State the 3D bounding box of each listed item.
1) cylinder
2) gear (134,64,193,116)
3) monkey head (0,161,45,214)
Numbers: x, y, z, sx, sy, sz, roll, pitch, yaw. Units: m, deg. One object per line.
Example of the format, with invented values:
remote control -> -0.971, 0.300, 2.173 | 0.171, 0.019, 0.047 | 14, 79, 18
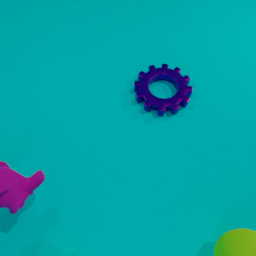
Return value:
cylinder -> 2.370, 2.865, 5.514 | 1.238, 1.238, 1.238 | 4, 105, 13
gear -> 1.055, -1.179, 8.472 | 1.714, 0.317, 1.714 | 0, 62, 0
monkey head -> -2.517, 1.190, 6.071 | 1.197, 1.003, 1.664 | -41, 27, -5
